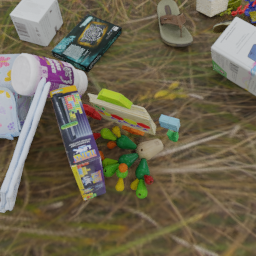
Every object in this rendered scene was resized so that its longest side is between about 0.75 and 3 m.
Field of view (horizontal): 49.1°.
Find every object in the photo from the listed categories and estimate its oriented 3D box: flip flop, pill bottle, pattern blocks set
[{"bbox_3d":[1.658,-3.944,10.209,1.064,0.755,2.624,-6,60,-3],"label":"flip flop"},{"bbox_3d":[-2.066,-1.339,7.671,1.901,1.067,1.067,0,47,-51],"label":"pill bottle"},{"bbox_3d":[-0.127,-0.345,6.992,2.983,2.622,0.242,20,78,9],"label":"pattern blocks set"}]

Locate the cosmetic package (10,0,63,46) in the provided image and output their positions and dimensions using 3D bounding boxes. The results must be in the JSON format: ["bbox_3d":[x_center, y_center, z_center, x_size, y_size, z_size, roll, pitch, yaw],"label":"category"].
[{"bbox_3d":[-3.193,-3.869,9.956,1.118,1.117,1.356,18,63,10],"label":"cosmetic package"}]

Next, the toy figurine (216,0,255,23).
[{"bbox_3d":[4.554,-4.192,10.377,1.156,1.313,2.191,-53,29,-7],"label":"toy figurine"}]

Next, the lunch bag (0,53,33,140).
[{"bbox_3d":[-3.909,-0.860,8.022,2.046,1.534,2.413,0,66,1],"label":"lunch bag"}]

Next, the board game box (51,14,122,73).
[{"bbox_3d":[-1.429,-3.081,9.972,1.511,0.315,2.234,27,64,15],"label":"board game box"}]

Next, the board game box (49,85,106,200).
[{"bbox_3d":[-1.155,0.452,6.766,0.662,2.334,1.929,-18,63,-12],"label":"board game box"}]

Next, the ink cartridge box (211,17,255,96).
[{"bbox_3d":[3.842,-1.749,8.147,2.608,1.895,1.141,41,96,20],"label":"ink cartridge box"}]

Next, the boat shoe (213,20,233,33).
[{"bbox_3d":[3.559,-3.793,10.399,0.955,0.349,0.309,-11,50,-11],"label":"boat shoe"}]

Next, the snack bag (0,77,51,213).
[{"bbox_3d":[-2.458,0.607,6.577,0.303,2.834,2.672,18,60,-17],"label":"snack bag"}]

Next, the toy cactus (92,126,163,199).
[{"bbox_3d":[0.113,0.698,7.485,1.833,1.136,2.221,-24,53,-24],"label":"toy cactus"}]

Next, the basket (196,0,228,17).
[{"bbox_3d":[3.196,-4.816,10.610,0.915,0.742,0.923,-27,47,-15],"label":"basket"}]
